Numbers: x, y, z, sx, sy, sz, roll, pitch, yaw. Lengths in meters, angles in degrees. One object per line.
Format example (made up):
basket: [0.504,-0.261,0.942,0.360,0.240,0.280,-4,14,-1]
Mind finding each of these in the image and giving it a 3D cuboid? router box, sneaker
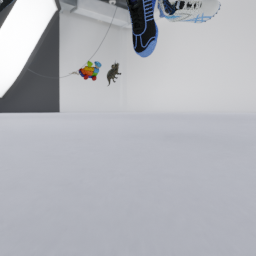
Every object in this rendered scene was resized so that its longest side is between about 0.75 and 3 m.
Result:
router box: [-3.272,-3.329,6.007,2.604,1.951,0.809,30,-19,32]
sneaker: [0.309,-3.135,7.580,0.814,2.321,0.904,0,-3,37]
sneaker: [2.090,-4.079,9.649,2.143,0.770,0.777,11,-2,38]
sneaker: [0.917,-3.438,7.564,0.365,0.965,0.372,5,-17,-28]

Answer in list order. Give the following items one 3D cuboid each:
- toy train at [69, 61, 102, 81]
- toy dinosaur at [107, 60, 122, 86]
toy train: [-1.377,-1.948,9.219,1.062,0.615,0.450,-3,49,-50]
toy dinosaur: [-0.522,-1.860,9.628,0.466,0.911,0.351,33,20,-18]
